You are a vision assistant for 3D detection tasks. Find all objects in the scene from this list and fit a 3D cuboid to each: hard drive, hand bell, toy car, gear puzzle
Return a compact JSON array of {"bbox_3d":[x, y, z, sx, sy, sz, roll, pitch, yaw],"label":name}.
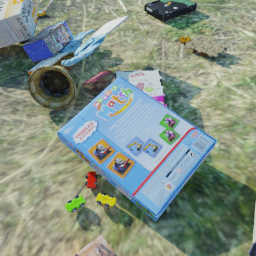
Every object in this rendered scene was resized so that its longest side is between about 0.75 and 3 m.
[{"bbox_3d":[1.800,-5.102,11.879,1.876,0.355,1.311,-29,52,-24],"label":"hard drive"},{"bbox_3d":[-1.957,-1.681,8.304,1.258,1.258,2.416,1,34,1],"label":"hand bell"},{"bbox_3d":[-0.830,1.427,5.678,0.921,0.218,0.979,-28,51,-24],"label":"toy car"},{"bbox_3d":[2.523,-2.856,9.837,1.785,0.234,0.925,31,56,30],"label":"gear puzzle"}]

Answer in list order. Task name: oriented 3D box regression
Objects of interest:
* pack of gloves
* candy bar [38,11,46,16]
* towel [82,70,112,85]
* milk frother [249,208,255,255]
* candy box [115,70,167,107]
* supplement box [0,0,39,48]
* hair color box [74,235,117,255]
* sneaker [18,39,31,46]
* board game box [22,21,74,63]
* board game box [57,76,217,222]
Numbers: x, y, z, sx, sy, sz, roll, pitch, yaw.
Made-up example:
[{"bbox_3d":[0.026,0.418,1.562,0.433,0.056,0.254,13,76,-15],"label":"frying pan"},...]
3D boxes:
[{"bbox_3d":[-1.448,-2.454,8.887,2.364,0.555,2.813,1,42,39],"label":"pack of gloves"},{"bbox_3d":[-4.130,-4.698,11.633,1.423,0.158,0.355,-14,48,-12],"label":"candy bar"},{"bbox_3d":[-0.913,-1.488,8.295,0.585,0.091,0.808,-3,29,43],"label":"towel"},{"bbox_3d":[3.294,1.065,4.493,2.149,2.381,2.240,13,48,16],"label":"milk frother"},{"bbox_3d":[0.311,-0.749,7.485,1.308,0.585,1.918,-2,49,0],"label":"candy box"},{"bbox_3d":[-4.399,-3.485,9.416,2.499,0.919,1.575,-15,50,8],"label":"supplement box"},{"bbox_3d":[-0.757,2.488,4.503,1.360,0.435,0.754,-30,53,-27],"label":"hair color box"},{"bbox_3d":[-3.828,-3.392,10.111,0.476,0.521,1.288,-23,50,-20],"label":"sneaker"},{"bbox_3d":[-2.606,-2.836,9.231,1.031,0.626,1.293,-6,39,32],"label":"board game box"},{"bbox_3d":[0.167,0.280,6.066,2.734,0.500,2.068,37,68,19],"label":"board game box"}]
